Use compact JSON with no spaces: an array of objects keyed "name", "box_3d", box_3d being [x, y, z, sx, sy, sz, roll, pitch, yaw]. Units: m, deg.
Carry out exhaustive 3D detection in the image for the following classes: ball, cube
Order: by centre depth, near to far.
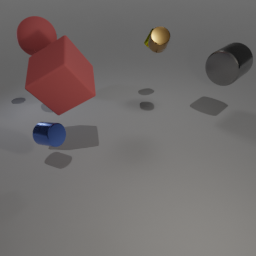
[{"name":"cube","box_3d":[-1.935,-1.502,8.175,1.400,1.400,1.400,-25,48,17]},{"name":"ball","box_3d":[-3.293,-3.297,10.134,1.400,1.400,1.400,0,30,0]}]

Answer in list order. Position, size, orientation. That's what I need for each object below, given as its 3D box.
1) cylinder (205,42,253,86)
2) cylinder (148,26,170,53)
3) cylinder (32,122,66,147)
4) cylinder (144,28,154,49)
[{"name":"cylinder","box_3d":[4.050,-2.566,11.216,1.400,1.400,1.400,24,41,35]},{"name":"cylinder","box_3d":[1.123,-3.191,10.154,0.700,0.700,0.700,-2,-9,-4]},{"name":"cylinder","box_3d":[-2.326,0.182,8.290,0.700,0.700,0.700,4,27,35]},{"name":"cylinder","box_3d":[1.156,-3.806,12.095,0.700,0.700,0.700,24,33,-17]}]
